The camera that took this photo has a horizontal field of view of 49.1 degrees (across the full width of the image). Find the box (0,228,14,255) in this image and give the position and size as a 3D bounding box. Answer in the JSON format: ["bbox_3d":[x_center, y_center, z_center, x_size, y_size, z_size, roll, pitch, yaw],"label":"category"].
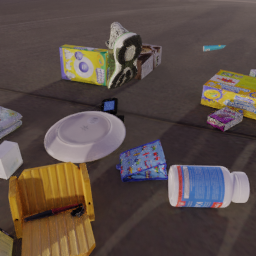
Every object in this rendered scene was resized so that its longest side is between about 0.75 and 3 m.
[{"bbox_3d":[-2.743,2.804,5.787,0.358,0.537,1.427,-31,36,5],"label":"box"}]

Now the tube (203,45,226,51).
[{"bbox_3d":[3.684,-3.432,11.959,0.900,0.227,0.349,-4,6,5],"label":"tube"}]

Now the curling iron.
[{"bbox_3d":[-1.760,2.073,6.800,1.467,0.187,0.364,-6,29,-8],"label":"curling iron"}]

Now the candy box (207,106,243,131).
[{"bbox_3d":[3.732,-0.371,10.757,1.180,0.360,0.805,-24,40,-32],"label":"candy box"}]

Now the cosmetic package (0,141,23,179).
[{"bbox_3d":[-3.643,0.948,8.376,0.491,0.797,0.800,8,35,14],"label":"cosmetic package"}]

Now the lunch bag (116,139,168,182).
[{"bbox_3d":[0.362,1.053,8.457,1.472,0.692,1.108,-10,36,2],"label":"lunch bag"}]

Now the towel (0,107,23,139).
[{"bbox_3d":[-5.415,-0.081,10.117,2.117,0.596,2.473,17,37,25],"label":"towel"}]

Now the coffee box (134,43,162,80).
[{"bbox_3d":[0.624,-3.644,15.046,1.491,1.053,2.638,16,37,22],"label":"coffee box"}]

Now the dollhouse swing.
[{"bbox_3d":[-1.702,1.895,6.399,1.843,1.675,1.620,-9,14,-13],"label":"dollhouse swing"}]

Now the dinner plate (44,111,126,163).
[{"bbox_3d":[-1.522,0.120,9.846,2.881,0.349,2.881,-2,36,2],"label":"dinner plate"}]

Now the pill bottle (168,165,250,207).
[{"bbox_3d":[2.060,1.518,7.290,1.907,1.070,1.070,1,34,2],"label":"pill bottle"}]

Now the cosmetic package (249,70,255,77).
[{"bbox_3d":[6.575,-2.175,12.998,1.754,0.889,0.625,1,34,4],"label":"cosmetic package"}]

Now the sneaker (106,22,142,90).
[{"bbox_3d":[-0.293,-2.269,8.949,1.012,2.632,1.166,-21,68,-23],"label":"sneaker"}]

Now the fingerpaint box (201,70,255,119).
[{"bbox_3d":[4.738,-1.454,11.846,2.583,0.947,2.155,20,38,28],"label":"fingerpaint box"}]

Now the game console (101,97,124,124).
[{"bbox_3d":[-0.858,-0.588,11.152,1.423,0.291,2.413,0,33,-1],"label":"game console"}]

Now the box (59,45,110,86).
[{"bbox_3d":[-1.882,-3.014,13.553,2.817,1.653,0.681,10,31,14],"label":"box"}]
